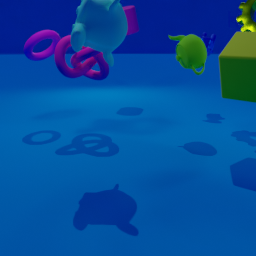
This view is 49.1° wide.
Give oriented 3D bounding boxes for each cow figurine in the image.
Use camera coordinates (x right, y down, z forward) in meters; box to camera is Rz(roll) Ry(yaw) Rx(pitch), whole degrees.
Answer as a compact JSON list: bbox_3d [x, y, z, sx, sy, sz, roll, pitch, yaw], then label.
[{"bbox_3d":[2.940,-3.052,10.615,0.682,1.222,1.242,16,-24,15],"label":"cow figurine"}]

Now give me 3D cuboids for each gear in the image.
[{"bbox_3d":[3.554,-2.996,7.131,0.272,1.468,1.468,10,5,-45],"label":"gear"}]

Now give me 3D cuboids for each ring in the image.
[{"bbox_3d":[-2.600,-2.500,8.538,1.193,0.239,1.193,-33,-11,-8],"label":"ring"}]

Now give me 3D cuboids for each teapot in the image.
[{"bbox_3d":[1.633,-2.061,7.634,0.739,1.509,0.939,-24,-21,-7],"label":"teapot"}]

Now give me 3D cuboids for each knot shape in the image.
[{"bbox_3d":[-1.119,-1.909,7.934,1.751,0.809,1.639,-21,-24,-6],"label":"knot shape"}]

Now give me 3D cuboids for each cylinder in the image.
[{"bbox_3d":[-0.106,-4.551,11.905,1.002,1.002,1.002,-11,30,6],"label":"cylinder"}]

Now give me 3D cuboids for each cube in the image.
[{"bbox_3d":[2.715,-1.317,6.039,1.102,1.102,1.102,14,50,35],"label":"cube"}]

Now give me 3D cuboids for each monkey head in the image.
[{"bbox_3d":[-0.503,-1.749,5.037,0.952,1.581,1.137,12,47,-2],"label":"monkey head"}]
